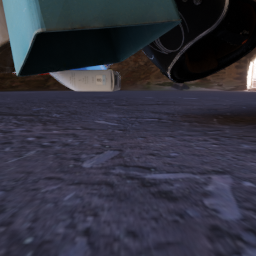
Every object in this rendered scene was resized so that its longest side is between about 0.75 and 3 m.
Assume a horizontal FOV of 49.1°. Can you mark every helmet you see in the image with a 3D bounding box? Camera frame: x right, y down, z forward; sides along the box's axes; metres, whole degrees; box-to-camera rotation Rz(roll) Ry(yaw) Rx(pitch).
[{"bbox_3d":[1.415,-2.783,6.305,2.926,2.790,2.926,-19,-17,-6],"label":"helmet"}]

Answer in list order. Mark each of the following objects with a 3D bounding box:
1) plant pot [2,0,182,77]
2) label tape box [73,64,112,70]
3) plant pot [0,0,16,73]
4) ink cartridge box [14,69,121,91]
[{"bbox_3d":[-0.908,-2.586,4.279,2.071,2.932,2.072,-15,3,-27],"label":"plant pot"},{"bbox_3d":[-1.082,-2.941,9.393,2.620,1.877,0.866,-46,21,-13],"label":"label tape box"},{"bbox_3d":[-2.709,-2.734,6.094,2.946,2.556,2.946,-25,-3,-1],"label":"plant pot"},{"bbox_3d":[-1.624,-1.375,8.275,2.684,0.634,2.149,-1,9,4],"label":"ink cartridge box"}]
